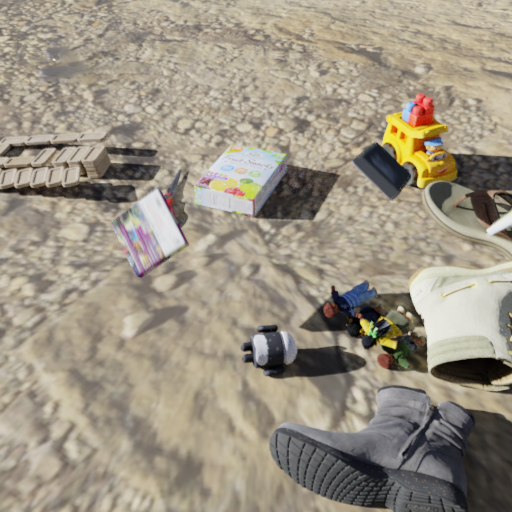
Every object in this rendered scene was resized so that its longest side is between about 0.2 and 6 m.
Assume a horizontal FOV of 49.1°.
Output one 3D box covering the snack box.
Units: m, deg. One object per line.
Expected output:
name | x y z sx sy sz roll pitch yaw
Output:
snack box | -0.281 -1.566 11.324 1.287 0.479 1.809 15 42 17

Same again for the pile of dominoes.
pile of dominoes | -4.602 -1.915 12.020 2.810 0.447 2.190 -1 39 12

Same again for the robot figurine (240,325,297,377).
robot figurine | 0.180 1.320 7.849 0.776 0.583 0.484 -6 19 -7

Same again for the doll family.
doll family | 1.665 0.985 8.196 0.927 0.629 1.603 -27 42 -24

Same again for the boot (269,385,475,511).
boot | 1.399 2.165 6.708 2.314 0.808 1.523 19 39 6

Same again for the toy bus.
toy bus | 3.405 -2.407 11.502 1.121 1.585 1.651 -15 43 -20

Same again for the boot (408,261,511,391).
boot | 3.555 0.964 7.948 2.484 0.895 1.921 -2 38 6

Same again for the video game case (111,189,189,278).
video game case | -1.531 -0.322 8.017 0.881 0.174 0.972 -34 70 10

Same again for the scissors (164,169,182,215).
scissors | -1.697 -1.117 11.089 0.794 0.151 2.172 13 40 19

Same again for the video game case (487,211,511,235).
video game case | 3.483 -0.611 7.283 0.791 0.869 0.099 -36 82 -4

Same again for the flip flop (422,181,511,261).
flip flop | 4.377 -0.619 9.845 1.269 0.901 3.130 -25 45 -27

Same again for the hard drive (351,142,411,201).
hard drive | 2.105 -1.431 9.260 0.890 0.210 1.276 44 31 3
